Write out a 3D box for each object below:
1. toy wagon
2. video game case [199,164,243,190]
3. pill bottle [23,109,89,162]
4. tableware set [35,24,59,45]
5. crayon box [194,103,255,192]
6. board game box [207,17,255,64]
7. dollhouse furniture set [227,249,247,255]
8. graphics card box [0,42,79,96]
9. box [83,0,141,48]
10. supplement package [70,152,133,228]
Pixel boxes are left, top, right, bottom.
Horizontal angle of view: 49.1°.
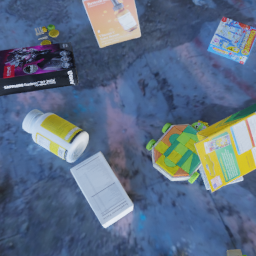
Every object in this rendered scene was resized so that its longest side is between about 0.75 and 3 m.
[{"bbox_3d":[1.952,0.591,9.636,1.956,0.499,2.520,38,72,20],"label":"toy wagon"},{"bbox_3d":[3.103,1.376,9.572,1.293,0.153,1.177,-13,67,-6],"label":"video game case"},{"bbox_3d":[-2.476,0.200,9.522,2.082,1.166,1.166,29,70,12],"label":"pill bottle"},{"bbox_3d":[-3.308,-3.793,11.784,0.919,0.209,1.365,-22,68,-12],"label":"tableware set"},{"bbox_3d":[2.003,0.342,5.263,1.648,0.425,1.036,-25,105,-11],"label":"crayon box"},{"bbox_3d":[4.344,-3.626,11.549,1.588,0.453,1.621,24,69,10],"label":"board game box"},{"bbox_3d":[3.616,4.617,8.033,1.363,1.044,2.080,-12,84,17],"label":"dollhouse furniture set"},{"bbox_3d":[-2.965,-1.848,8.663,2.683,0.682,1.683,-9,45,-9],"label":"graphics card box"},{"bbox_3d":[-0.541,-3.906,9.255,1.543,2.026,1.077,-15,62,5],"label":"box"},{"bbox_3d":[-0.803,1.958,8.814,1.123,1.081,1.974,-30,70,-12],"label":"supplement package"}]
